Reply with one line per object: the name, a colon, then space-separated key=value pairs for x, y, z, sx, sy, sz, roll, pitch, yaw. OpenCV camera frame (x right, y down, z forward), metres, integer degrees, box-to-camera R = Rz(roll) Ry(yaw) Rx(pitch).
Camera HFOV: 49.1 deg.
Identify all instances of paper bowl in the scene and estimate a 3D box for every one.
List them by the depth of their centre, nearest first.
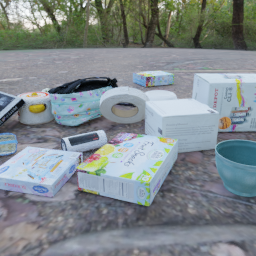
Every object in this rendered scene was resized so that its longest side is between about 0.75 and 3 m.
paper bowl: x=1.455 y=-1.080 z=12.991 sx=2.151 sy=1.119 sz=2.151 roll=0 pitch=19 yaw=0

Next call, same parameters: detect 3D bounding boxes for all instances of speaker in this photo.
speaker: x=-1.478 y=0.495 z=9.525 sx=1.486 sy=0.603 sz=0.603 roll=-12 pitch=24 yaw=-30

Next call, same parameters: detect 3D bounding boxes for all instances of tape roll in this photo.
tape roll: x=-0.118 y=-0.880 z=11.389 sx=2.099 sy=2.099 sz=0.383 roll=1 pitch=59 yaw=2

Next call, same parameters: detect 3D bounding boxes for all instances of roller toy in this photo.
roller toy: x=-4.113 y=-0.954 z=12.431 sx=1.636 sy=1.253 sz=1.793 roll=7 pitch=22 yaw=17

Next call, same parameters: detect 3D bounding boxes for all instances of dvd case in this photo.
dvd case: x=-5.780 y=-0.691 z=11.648 sx=2.772 sy=0.343 sz=2.083 roll=17 pitch=58 yaw=37

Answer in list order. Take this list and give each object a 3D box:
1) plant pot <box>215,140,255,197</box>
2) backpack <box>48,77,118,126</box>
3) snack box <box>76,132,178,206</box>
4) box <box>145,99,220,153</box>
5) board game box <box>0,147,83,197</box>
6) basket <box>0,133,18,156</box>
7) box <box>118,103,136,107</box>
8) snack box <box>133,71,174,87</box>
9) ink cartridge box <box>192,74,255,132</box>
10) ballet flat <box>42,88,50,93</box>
plant pot: x=3.030 y=1.089 z=7.263 sx=1.592 sy=1.067 sz=1.592 roll=0 pitch=21 yaw=0
backpack: x=-2.029 y=-1.244 z=12.410 sx=2.414 sy=1.831 sz=2.893 roll=-1 pitch=16 yaw=37
snack box: x=0.133 y=0.985 z=7.983 sx=1.996 sy=0.744 sz=2.807 roll=8 pitch=22 yaw=21
box: x=1.846 y=-0.146 z=10.107 sx=2.069 sy=1.352 sz=2.058 roll=-4 pitch=20 yaw=-11
board game box: x=-2.547 y=1.166 z=7.996 sx=1.910 sy=0.394 sz=1.914 roll=6 pitch=21 yaw=14
basket: x=-4.027 y=0.526 z=9.096 sx=0.913 sy=0.720 sz=1.035 roll=-5 pitch=-9 yaw=-12
box: x=-0.126 y=-1.587 z=15.415 sx=1.976 sy=0.357 sz=1.413 roll=8 pitch=23 yaw=24
snack box: x=1.803 y=-3.562 z=20.044 sx=2.330 sy=0.788 sz=1.965 roll=-9 pitch=22 yaw=-26
ink cartridge box: x=4.274 y=-1.107 z=11.668 sx=2.831 sy=2.057 sz=2.047 roll=-1 pitch=21 yaw=-3
ballet flat: x=-4.044 y=-1.684 z=14.956 sx=2.482 sy=0.849 sz=0.844 roll=2 pitch=20 yaw=6
